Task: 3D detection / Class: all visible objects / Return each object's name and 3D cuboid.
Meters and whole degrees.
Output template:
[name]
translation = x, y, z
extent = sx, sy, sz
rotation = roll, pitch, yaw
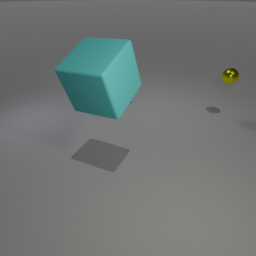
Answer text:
[ball]
translation = 4.308, -2.160, 11.757
extent = 0.700, 0.700, 0.700
rotation = 0, 28, 0
[cube]
translation = -0.675, -1.269, 7.041
extent = 1.400, 1.400, 1.400
rotation = 12, 53, 27
